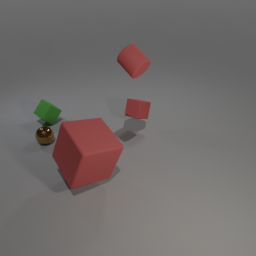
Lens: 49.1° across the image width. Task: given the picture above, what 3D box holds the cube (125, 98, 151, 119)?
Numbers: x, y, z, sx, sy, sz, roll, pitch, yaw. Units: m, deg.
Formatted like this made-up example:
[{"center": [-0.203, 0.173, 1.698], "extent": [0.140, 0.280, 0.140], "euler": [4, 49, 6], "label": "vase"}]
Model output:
[{"center": [0.383, -0.762, 11.129], "extent": [0.700, 0.700, 0.700], "euler": [16, 11, 36], "label": "cube"}]

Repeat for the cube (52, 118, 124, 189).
[{"center": [-1.231, 0.702, 8.367], "extent": [1.400, 1.400, 1.400], "euler": [-9, 46, -40], "label": "cube"}]

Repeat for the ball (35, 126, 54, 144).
[{"center": [-3.192, 0.273, 10.731], "extent": [0.700, 0.700, 0.700], "euler": [0, 31, 0], "label": "ball"}]

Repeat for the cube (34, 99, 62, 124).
[{"center": [-3.410, -0.691, 11.898], "extent": [0.700, 0.700, 0.700], "euler": [32, 1, 33], "label": "cube"}]

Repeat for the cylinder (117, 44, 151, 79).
[{"center": [0.163, -1.886, 7.938], "extent": [0.700, 0.700, 0.700], "euler": [-31, 75, -40], "label": "cylinder"}]
